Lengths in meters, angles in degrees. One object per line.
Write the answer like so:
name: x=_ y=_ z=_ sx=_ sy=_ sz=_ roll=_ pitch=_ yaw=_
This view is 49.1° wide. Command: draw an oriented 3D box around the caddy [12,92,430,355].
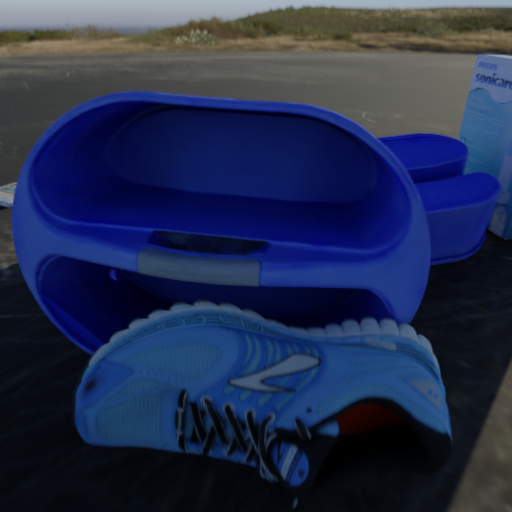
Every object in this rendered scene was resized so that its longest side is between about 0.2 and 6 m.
caddy: x=-0.352 y=-0.159 z=5.516 sx=3.895 sy=2.754 sz=2.045 roll=6 pitch=18 yaw=7

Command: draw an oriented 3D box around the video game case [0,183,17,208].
video game case: x=-4.798 y=-1.205 z=11.023 sx=1.029 sy=0.118 sz=0.937 roll=14 pitch=28 yaw=29

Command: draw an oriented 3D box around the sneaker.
sneaker: x=0.081 y=1.192 z=4.433 sx=3.121 sy=1.223 sz=1.404 roll=-2 pitch=28 yaw=-3

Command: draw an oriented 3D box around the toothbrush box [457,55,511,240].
toothbrush box: x=4.324 y=-1.832 z=9.225 sx=1.138 sy=2.669 sz=1.954 roll=-1 pitch=23 yaw=-13

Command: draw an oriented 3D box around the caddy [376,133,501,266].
caddy: x=2.245 y=-0.731 z=8.465 sx=2.727 sy=1.431 sz=1.928 roll=-9 pitch=48 yaw=-14
